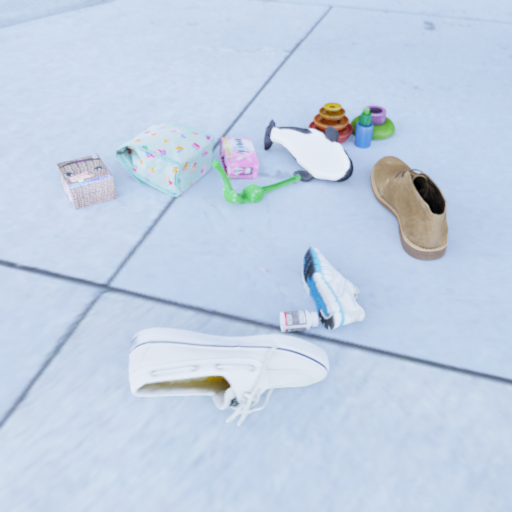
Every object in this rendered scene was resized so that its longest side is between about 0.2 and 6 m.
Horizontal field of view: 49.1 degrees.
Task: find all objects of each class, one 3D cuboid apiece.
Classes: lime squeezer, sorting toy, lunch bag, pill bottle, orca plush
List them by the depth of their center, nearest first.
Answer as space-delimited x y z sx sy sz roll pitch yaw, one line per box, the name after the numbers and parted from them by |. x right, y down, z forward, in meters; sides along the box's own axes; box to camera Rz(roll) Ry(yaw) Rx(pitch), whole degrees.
0.734 1.114 9.631 0.625 0.346 0.346 -4 40 -5 | pill bottle
-0.168 -1.597 12.517 2.795 0.987 0.527 1 31 -48 | lime squeezer
-2.179 -2.417 13.321 1.883 1.148 1.604 23 45 17 | lunch bag
1.368 -2.430 13.848 2.733 0.972 1.438 18 86 35 | orca plush
2.647 -3.642 14.890 2.478 1.017 1.489 -12 41 -15 | sorting toy

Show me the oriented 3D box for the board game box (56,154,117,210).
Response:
-3.902 -1.719 12.877 0.984 0.598 1.235 -20 43 -22 | board game box

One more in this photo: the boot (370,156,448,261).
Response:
3.354 -1.452 12.044 1.255 1.286 3.409 -6 39 -4 | boot

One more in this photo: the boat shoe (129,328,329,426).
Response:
-0.328 1.830 8.010 2.983 1.102 1.272 9 48 -15 | boat shoe

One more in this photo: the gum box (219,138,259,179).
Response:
-0.428 -2.393 13.747 0.765 0.446 1.347 -1 39 -12 | gum box

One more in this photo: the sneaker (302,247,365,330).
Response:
1.398 0.563 10.155 0.811 0.702 1.872 -3 45 -17 | sneaker
